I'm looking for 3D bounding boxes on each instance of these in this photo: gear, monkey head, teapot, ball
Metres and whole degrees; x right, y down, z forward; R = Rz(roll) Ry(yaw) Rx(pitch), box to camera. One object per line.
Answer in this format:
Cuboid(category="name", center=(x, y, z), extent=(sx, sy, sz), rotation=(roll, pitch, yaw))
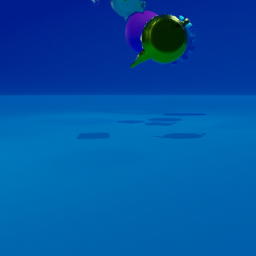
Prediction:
Cuboid(category="gear", center=(1.878, -3.783, 12.160), extent=(2.086, 2.086, 0.386), rotation=(0, 3, 1))
Cuboid(category="monkey head", center=(0.041, -3.799, 7.929), extent=(1.006, 1.201, 1.669), rotation=(10, -17, 23))
Cuboid(category="teapot", center=(0.713, -1.859, 6.098), extent=(1.635, 1.017, 0.801), rotation=(-40, 7, -4))
Cuboid(category="ball", center=(0.597, -3.298, 9.698), extent=(1.395, 1.395, 1.395), rotation=(0, 7, 0))

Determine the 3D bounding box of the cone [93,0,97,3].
Cuboid(category="cone", center=(-1.073, -4.073, 8.081), extent=(1.064, 1.068, 1.064), rotation=(-17, -10, -3))
